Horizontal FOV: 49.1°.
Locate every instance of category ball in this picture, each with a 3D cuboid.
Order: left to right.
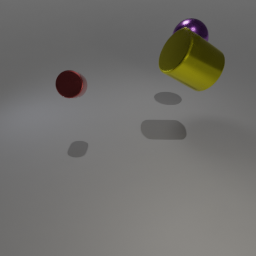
[{"bbox_3d":[2.417,-3.519,10.896,1.400,1.400,1.400,0,31,0],"label":"ball"}]

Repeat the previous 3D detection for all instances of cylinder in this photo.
[{"bbox_3d":[-1.460,-1.129,7.315,0.700,0.700,0.700,1,7,1],"label":"cylinder"},{"bbox_3d":[1.867,-1.985,8.297,1.400,1.400,1.400,22,20,-29],"label":"cylinder"}]
